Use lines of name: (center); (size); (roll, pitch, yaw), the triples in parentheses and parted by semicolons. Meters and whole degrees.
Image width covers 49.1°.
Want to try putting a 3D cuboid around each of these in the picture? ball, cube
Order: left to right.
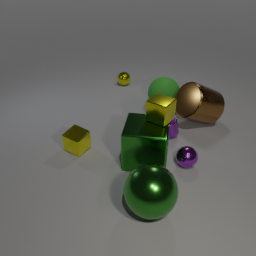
cube: (-1.762, 0.427, 9.672); (0.700, 0.700, 0.700); (23, 45, 23)
ball: (-0.211, -2.570, 14.554); (0.700, 0.700, 0.700); (0, 32, 0)
cube: (0.584, 0.476, 9.053); (1.400, 1.400, 1.400); (5, 33, 8)
ball: (0.586, 1.615, 7.192); (1.400, 1.400, 1.400); (0, 32, 0)
cube: (1.025, -0.572, 8.724); (0.700, 0.700, 0.700); (21, 38, 30)
ball: (1.572, -1.538, 12.260); (1.400, 1.400, 1.400); (0, 32, 0)
ball: (1.892, 0.930, 9.000); (0.700, 0.700, 0.700); (0, 32, 0)

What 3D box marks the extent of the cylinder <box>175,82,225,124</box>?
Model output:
cylinder: (2.764, -0.948, 10.893); (1.400, 1.400, 1.400); (12, 22, -35)

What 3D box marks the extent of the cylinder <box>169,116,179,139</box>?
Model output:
cylinder: (1.503, -0.072, 10.406); (0.700, 0.700, 0.700); (-10, 45, 10)
